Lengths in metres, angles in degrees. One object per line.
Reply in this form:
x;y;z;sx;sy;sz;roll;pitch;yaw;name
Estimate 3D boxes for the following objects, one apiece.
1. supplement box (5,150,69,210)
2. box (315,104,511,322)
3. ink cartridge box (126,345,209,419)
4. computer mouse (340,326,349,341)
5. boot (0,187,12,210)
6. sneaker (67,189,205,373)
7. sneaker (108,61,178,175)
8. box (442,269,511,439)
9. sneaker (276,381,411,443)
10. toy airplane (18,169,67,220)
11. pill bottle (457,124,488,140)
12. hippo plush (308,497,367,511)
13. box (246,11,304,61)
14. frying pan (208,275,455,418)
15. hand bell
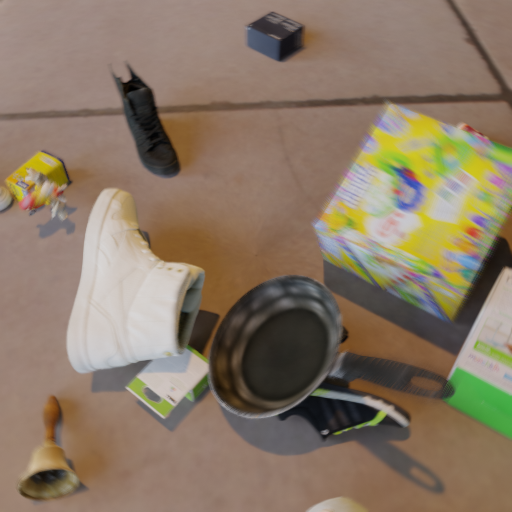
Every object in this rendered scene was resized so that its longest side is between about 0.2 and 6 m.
-4.350;-1.527;11.190;0.564;0.561;1.030;25;55;18;supplement box
2.743;-0.732;9.397;2.485;1.574;2.580;28;77;20;box
-1.283;1.905;8.521;0.818;0.419;1.106;31;58;23;ink cartridge box
0.687;1.401;8.933;1.083;0.412;1.565;30;57;20;computer mouse
-5.882;-1.376;10.796;2.064;0.987;0.759;2;51;2;boot
-1.759;0.225;9.178;1.976;1.259;3.419;-7;55;7;sneaker
-2.393;-2.929;11.825;0.766;1.330;2.550;-22;54;-15;sneaker
4.314;1.654;8.244;2.390;1.156;2.109;27;56;20;box
1.186;2.320;8.180;2.025;0.726;0.838;13;79;10;sneaker
-3.879;-1.153;10.416;0.878;0.619;0.874;18;57;-28;toy airplane
4.648;-2.444;11.996;0.463;0.463;0.811;-32;58;-23;pill bottle
0.965;4.108;6.098;2.879;2.294;2.315;-49;34;14;hippo plush
0.478;-5.717;14.540;1.140;0.593;1.038;36;58;25;box
0.880;1.135;7.692;3.670;0.597;2.220;-14;49;30;frying pan
-2.936;2.589;7.944;0.764;0.764;1.467;-12;41;-9;hand bell
